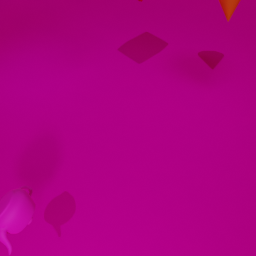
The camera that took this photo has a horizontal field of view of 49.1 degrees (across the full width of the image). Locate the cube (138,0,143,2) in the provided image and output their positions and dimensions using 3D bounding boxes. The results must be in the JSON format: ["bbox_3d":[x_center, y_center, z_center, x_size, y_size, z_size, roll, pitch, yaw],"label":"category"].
[{"bbox_3d":[0.024,-4.391,7.310,1.327,1.327,1.327,42,23,11],"label":"cube"}]

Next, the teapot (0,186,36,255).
[{"bbox_3d":[-1.830,1.417,4.546,0.740,0.582,1.190,-32,30,28],"label":"teapot"}]

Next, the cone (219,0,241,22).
[{"bbox_3d":[2.695,-3.361,7.412,1.038,1.042,1.038,0,15,0],"label":"cone"}]
